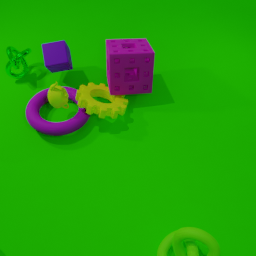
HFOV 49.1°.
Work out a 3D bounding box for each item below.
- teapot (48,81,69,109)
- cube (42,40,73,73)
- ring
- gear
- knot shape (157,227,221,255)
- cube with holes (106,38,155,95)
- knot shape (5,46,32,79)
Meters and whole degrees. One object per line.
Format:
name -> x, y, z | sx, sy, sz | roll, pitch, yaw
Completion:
teapot -> -1.973, -0.929, 8.021 | 0.520, 1.062, 0.660 | -5, 50, 13
cube -> -2.245, -2.268, 8.965 | 0.737, 0.737, 0.737 | -10, 85, 0
ring -> -2.087, -0.554, 8.477 | 1.939, 0.388, 1.939 | 2, 49, -3
gear -> -0.783, -0.850, 8.477 | 1.546, 0.286, 1.546 | 13, 34, -9
knot shape -> 1.264, 2.812, 5.786 | 0.690, 1.493, 1.397 | 4, 62, -32
cube with holes -> 0.021, -1.928, 8.716 | 1.295, 1.295, 1.295 | -4, 36, -7
knot shape -> -3.630, -2.224, 9.148 | 0.530, 1.074, 1.148 | 21, 84, 7
